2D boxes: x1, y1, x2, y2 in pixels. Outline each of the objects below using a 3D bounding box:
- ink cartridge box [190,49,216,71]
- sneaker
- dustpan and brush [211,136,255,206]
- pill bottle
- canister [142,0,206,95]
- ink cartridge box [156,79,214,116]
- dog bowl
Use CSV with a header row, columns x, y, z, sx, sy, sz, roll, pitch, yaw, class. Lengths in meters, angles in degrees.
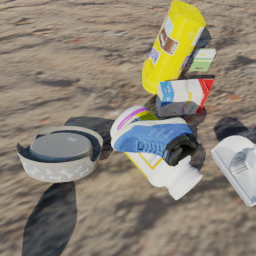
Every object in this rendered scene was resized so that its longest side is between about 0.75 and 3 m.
x,y,z,sx,sy,sz,roll,pitch,yaw,class
2.886,-2.665,10.906,0.756,0.249,1.039,12,57,35,ink cartridge box
0.588,0.357,5.658,1.726,0.662,0.960,-9,44,-17,sneaker
2.989,0.673,6.846,1.543,0.633,2.211,55,37,4,dustpan and brush
0.670,0.569,6.665,1.175,1.175,2.253,-28,63,-29,pill bottle
1.454,-2.657,9.411,1.138,2.629,1.953,16,38,-10,canister
1.810,-0.946,8.719,1.739,1.011,0.585,-5,53,-6,ink cartridge box
-1.613,0.595,6.817,2.024,0.594,2.024,3,23,-1,dog bowl
